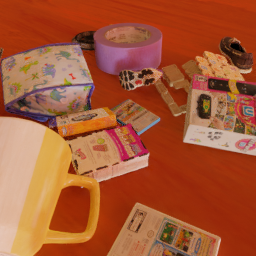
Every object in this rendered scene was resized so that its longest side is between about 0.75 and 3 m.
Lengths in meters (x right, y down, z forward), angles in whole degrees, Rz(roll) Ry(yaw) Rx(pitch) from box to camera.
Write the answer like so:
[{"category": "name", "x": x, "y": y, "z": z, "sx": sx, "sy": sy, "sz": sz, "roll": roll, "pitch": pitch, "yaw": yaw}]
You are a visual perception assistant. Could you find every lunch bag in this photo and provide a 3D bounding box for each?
[{"category": "lunch bag", "x": -2.518, "y": -1.409, "z": 8.609, "sx": 2.520, "sy": 1.606, "sz": 2.143, "roll": -8, "pitch": 51, "yaw": -22}]

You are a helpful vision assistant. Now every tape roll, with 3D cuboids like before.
[{"category": "tape roll", "x": 0.003, "y": -3.123, "z": 10.909, "sx": 2.603, "sy": 1.106, "sz": 2.603, "roll": -2, "pitch": 39, "yaw": 1}]

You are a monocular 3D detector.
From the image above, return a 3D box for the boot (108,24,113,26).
[{"category": "boot", "x": -0.520, "y": -4.839, "z": 13.463, "sx": 1.004, "sy": 0.353, "sz": 0.719, "roll": -26, "pitch": 52, "yaw": -18}]

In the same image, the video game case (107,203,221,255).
[{"category": "video game case", "x": 0.575, "y": 2.605, "z": 5.296, "sx": 1.892, "sy": 0.246, "sz": 2.078, "roll": 18, "pitch": 44, "yaw": 19}]

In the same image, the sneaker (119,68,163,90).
[{"category": "sneaker", "x": 0.430, "y": -1.690, "z": 9.545, "sx": 1.732, "sy": 0.698, "sz": 0.722, "roll": 4, "pitch": 18, "yaw": 39}]

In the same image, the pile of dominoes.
[{"category": "pile of dominoes", "x": 1.937, "y": -1.377, "z": 9.689, "sx": 1.823, "sy": 0.372, "sz": 2.339, "roll": -17, "pitch": 50, "yaw": -7}]

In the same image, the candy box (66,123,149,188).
[{"category": "candy box", "x": -0.530, "y": 0.655, "z": 7.216, "sx": 1.819, "sy": 0.555, "sz": 1.240, "roll": -15, "pitch": 45, "yaw": -17}]

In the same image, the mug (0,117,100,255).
[{"category": "mug", "x": -2.097, "y": 1.324, "z": 5.387, "sx": 2.790, "sy": 2.234, "sz": 2.290, "roll": -4, "pitch": 50, "yaw": 5}]

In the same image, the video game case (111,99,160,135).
[{"category": "video game case", "x": 0.157, "y": -0.371, "z": 8.691, "sx": 0.986, "sy": 0.123, "sz": 1.378, "roll": -34, "pitch": 52, "yaw": -31}]

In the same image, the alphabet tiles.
[{"category": "alphabet tiles", "x": 3.318, "y": -1.962, "z": 9.821, "sx": 1.939, "sy": 0.145, "sz": 1.983, "roll": 8, "pitch": 49, "yaw": -22}]

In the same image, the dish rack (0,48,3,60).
[{"category": "dish rack", "x": -4.745, "y": -1.692, "z": 9.003, "sx": 0.578, "sy": 2.119, "sz": 1.625, "roll": 30, "pitch": 27, "yaw": -36}]

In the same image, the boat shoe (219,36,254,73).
[{"category": "boat shoe", "x": 4.414, "y": -3.208, "z": 11.311, "sx": 0.952, "sy": 0.822, "sz": 2.620, "roll": -1, "pitch": 42, "yaw": -1}]

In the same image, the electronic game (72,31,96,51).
[{"category": "electronic game", "x": -1.598, "y": -3.853, "z": 12.365, "sx": 1.763, "sy": 0.367, "sz": 1.763, "roll": 0, "pitch": 40, "yaw": 0}]

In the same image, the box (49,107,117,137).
[{"category": "box", "x": -1.323, "y": -0.175, "z": 8.002, "sx": 1.803, "sy": 0.374, "sz": 1.073, "roll": -14, "pitch": 19, "yaw": -12}]

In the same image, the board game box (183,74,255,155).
[{"category": "board game box", "x": 3.058, "y": -0.367, "z": 7.775, "sx": 2.783, "sy": 0.895, "sz": 2.053, "roll": 10, "pitch": 53, "yaw": 5}]
